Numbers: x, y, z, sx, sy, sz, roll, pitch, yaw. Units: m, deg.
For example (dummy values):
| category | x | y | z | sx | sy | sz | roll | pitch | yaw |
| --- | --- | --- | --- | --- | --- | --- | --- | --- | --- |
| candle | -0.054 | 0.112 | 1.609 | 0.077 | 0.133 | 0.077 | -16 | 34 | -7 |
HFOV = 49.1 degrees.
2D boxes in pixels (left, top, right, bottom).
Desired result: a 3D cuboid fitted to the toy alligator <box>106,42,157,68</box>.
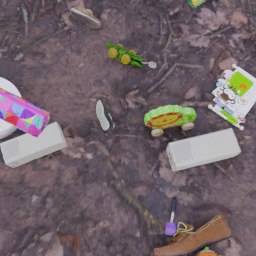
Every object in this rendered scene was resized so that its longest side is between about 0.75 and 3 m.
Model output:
| category | x | y | z | sx | sy | sz | roll | pitch | yaw |
| --- | --- | --- | --- | --- | --- | --- | --- | --- | --- |
| toy alligator | 0.064 | -3.127 | 12.765 | 2.566 | 0.617 | 0.850 | 29 | 41 | 11 |

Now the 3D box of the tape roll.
| category | x | y | z | sx | sy | sz | roll | pitch | yaw |
| --- | --- | --- | --- | --- | --- | --- | --- | --- | --- |
| tape roll | -5.637 | -0.827 | 11.455 | 2.566 | 0.897 | 2.566 | 4 | 73 | -14 |

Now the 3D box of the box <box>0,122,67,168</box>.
| category | x | y | z | sx | sy | sz | roll | pitch | yaw |
| --- | --- | --- | --- | --- | --- | --- | --- | --- | --- |
| box | -3.762 | 0.686 | 11.278 | 2.372 | 0.811 | 0.975 | -21 | 71 | -8 |

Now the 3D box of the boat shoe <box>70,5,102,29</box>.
| category | x | y | z | sx | sy | sz | roll | pitch | yaw |
| --- | --- | --- | --- | --- | --- | --- | --- | --- | --- |
| boat shoe | -1.972 | -5.471 | 13.613 | 1.780 | 0.674 | 0.639 | 33 | 72 | 9 |

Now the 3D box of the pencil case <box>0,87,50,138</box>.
| category | x | y | z | sx | sy | sz | roll | pitch | yaw |
| --- | --- | --- | --- | --- | --- | --- | --- | --- | --- |
| pencil case | -3.386 | -0.553 | 8.291 | 2.124 | 0.939 | 0.939 | 30 | 71 | -13 |

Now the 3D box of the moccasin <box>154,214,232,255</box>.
| category | x | y | z | sx | sy | sz | roll | pitch | yaw |
| --- | --- | --- | --- | --- | --- | --- | --- | --- | --- |
| moccasin | 2.246 | 3.864 | 10.008 | 2.877 | 1.052 | 1.110 | -21 | 66 | -5 |

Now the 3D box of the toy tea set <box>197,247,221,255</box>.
| category | x | y | z | sx | sy | sz | roll | pitch | yaw |
| --- | --- | --- | --- | --- | --- | --- | --- | --- | --- |
| toy tea set | 2.010 | 4.656 | 9.655 | 2.429 | 1.444 | 0.899 | 2 | 49 | 2 |

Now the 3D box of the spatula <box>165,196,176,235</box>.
| category | x | y | z | sx | sy | sz | roll | pitch | yaw |
| --- | --- | --- | --- | --- | --- | --- | --- | --- | --- |
| spatula | 1.702 | 3.329 | 10.674 | 0.405 | 0.147 | 1.433 | 11 | 70 | 2 |

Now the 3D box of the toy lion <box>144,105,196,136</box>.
| category | x | y | z | sx | sy | sz | roll | pitch | yaw |
| --- | --- | --- | --- | --- | --- | --- | --- | --- | --- |
| toy lion | 1.672 | -0.400 | 11.025 | 2.117 | 2.029 | 0.727 | -11 | 71 | -4 |

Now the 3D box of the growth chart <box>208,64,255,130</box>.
| category | x | y | z | sx | sy | sz | roll | pitch | yaw |
| --- | --- | --- | --- | --- | --- | --- | --- | --- | --- |
| growth chart | 4.751 | -1.464 | 12.379 | 2.015 | 0.247 | 2.785 | 33 | 73 | 12 |

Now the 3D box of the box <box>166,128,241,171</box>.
| category | x | y | z | sx | sy | sz | roll | pitch | yaw |
| --- | --- | --- | --- | --- | --- | --- | --- | --- | --- |
| box | 2.954 | 0.879 | 11.158 | 2.643 | 0.904 | 1.086 | -11 | 70 | -5 |

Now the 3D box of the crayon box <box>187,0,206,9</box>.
| category | x | y | z | sx | sy | sz | roll | pitch | yaw |
| --- | --- | --- | --- | --- | --- | --- | --- | --- | --- |
| crayon box | 3.484 | -6.460 | 14.179 | 0.825 | 0.240 | 0.490 | -36 | 74 | -12 |

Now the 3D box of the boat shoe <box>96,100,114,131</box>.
| category | x | y | z | sx | sy | sz | roll | pitch | yaw |
| --- | --- | --- | --- | --- | --- | --- | --- | --- | --- |
| boat shoe | -0.984 | -0.532 | 11.977 | 0.493 | 0.523 | 1.457 | 1 | 56 | -40 |
